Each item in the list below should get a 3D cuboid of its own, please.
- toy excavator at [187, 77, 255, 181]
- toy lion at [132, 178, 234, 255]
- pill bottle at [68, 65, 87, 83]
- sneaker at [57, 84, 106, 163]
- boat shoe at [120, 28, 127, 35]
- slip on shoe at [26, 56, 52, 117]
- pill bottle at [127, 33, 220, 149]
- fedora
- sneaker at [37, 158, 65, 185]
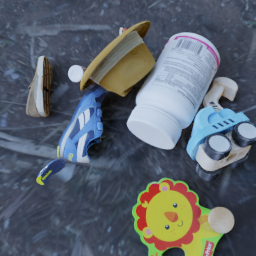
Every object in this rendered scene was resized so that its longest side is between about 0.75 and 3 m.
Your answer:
[{"bbox_3d":[2.381,-0.234,7.447,2.428,1.247,2.497,-20,54,-15],"label":"toy excavator"},{"bbox_3d":[1.177,2.533,6.757,2.343,0.839,2.445,13,77,18],"label":"toy lion"},{"bbox_3d":[-1.358,-1.558,8.290,0.485,0.849,0.485,1,94,17],"label":"pill bottle"},{"bbox_3d":[-1.062,-0.108,7.795,0.973,0.875,2.367,22,76,4],"label":"sneaker"},{"bbox_3d":[-0.160,-2.124,7.164,0.268,0.856,0.305,16,34,0],"label":"boat shoe"},{"bbox_3d":[-2.662,-1.249,8.333,0.590,0.740,1.946,-6,75,8],"label":"slip on shoe"},{"bbox_3d":[1.233,-0.999,7.677,1.646,1.646,2.903,26,71,10],"label":"pill bottle"},{"bbox_3d":[-0.078,-1.599,7.400,1.080,2.649,2.649,46,75,-3],"label":"fedora"},{"bbox_3d":[-1.825,0.975,6.638,0.818,0.336,0.302,-39,107,6],"label":"sneaker"}]
